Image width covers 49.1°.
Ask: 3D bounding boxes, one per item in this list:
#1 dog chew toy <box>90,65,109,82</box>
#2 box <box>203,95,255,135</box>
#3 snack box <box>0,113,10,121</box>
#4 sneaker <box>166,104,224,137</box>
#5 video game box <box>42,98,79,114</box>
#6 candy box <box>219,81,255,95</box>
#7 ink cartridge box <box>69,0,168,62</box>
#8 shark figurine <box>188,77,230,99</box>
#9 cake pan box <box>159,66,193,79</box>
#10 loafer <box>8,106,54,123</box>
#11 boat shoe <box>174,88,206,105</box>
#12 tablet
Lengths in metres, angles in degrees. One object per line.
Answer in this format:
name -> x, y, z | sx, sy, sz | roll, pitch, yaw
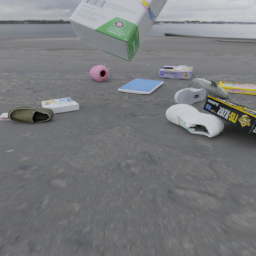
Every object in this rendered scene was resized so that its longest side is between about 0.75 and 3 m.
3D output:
dog chew toy -> -1.510, -2.770, 14.145 | 0.820, 0.820, 1.318 | -11, 18, -26
box -> 3.253, -0.266, 7.614 | 1.588, 0.491, 1.989 | 11, 17, -23
snack box -> -3.501, -0.375, 8.973 | 1.084, 0.132, 0.390 | -2, 22, -4
sneaker -> 1.735, -0.178, 7.905 | 1.754, 0.660, 0.776 | 19, 38, 35
video game box -> -2.391, -0.791, 9.860 | 1.066, 0.249, 0.971 | -11, 27, -26
candy box -> 5.030, -1.714, 12.106 | 2.141, 0.283, 1.094 | 8, 26, 19
ink cartridge box -> -0.185, -3.816, 8.926 | 2.030, 2.794, 1.223 | 25, -14, 15
shark figurine -> 3.005, -1.589, 11.348 | 1.177, 0.822, 1.970 | 26, 7, -45
cake pan box -> 2.577, -3.014, 15.135 | 1.735, 0.454, 1.598 | 7, 21, 16
loafer -> -2.971, -0.408, 8.552 | 1.351, 0.508, 0.471 | -5, 18, -12
boat shoe -> 2.229, -1.230, 10.496 | 1.722, 0.620, 0.566 | -18, 22, -38
tablet -> 0.643, -1.907, 12.758 | 1.472, 0.154, 2.262 | 9, 24, 20
